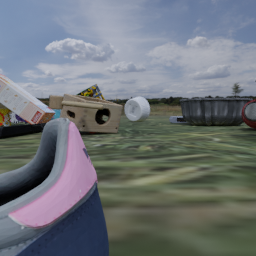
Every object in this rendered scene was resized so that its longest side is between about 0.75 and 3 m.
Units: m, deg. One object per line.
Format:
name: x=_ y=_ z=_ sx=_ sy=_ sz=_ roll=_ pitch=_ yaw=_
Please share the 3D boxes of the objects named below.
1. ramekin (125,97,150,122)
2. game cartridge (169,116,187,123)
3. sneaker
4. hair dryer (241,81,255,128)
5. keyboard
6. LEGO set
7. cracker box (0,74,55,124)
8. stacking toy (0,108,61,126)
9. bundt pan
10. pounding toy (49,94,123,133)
ramekin: x=0.416 y=-0.891 z=13.711 sx=1.243 sy=1.243 sz=0.606 roll=3 pitch=12 yaw=40
game cartridge: x=2.658 y=-0.347 z=11.822 sx=1.657 sy=0.344 sz=1.103 roll=1 pitch=-1 yaw=19
sneaker: x=-0.525 y=0.193 z=0.345 sx=1.075 sy=0.441 sz=0.377 roll=-2 pitch=4 yaw=-34
hair dryer: x=3.853 y=-0.711 z=6.913 sx=2.153 sy=0.768 sz=2.826 roll=-21 pitch=-26 yaw=-7
keyboard: x=-2.070 y=0.027 z=5.666 sx=1.412 sy=0.229 sz=2.223 roll=-5 pitch=3 yaw=6
LEGO set: x=-1.859 y=-0.778 z=12.679 sx=2.294 sy=1.729 sz=2.984 roll=-33 pitch=12 yaw=-20
cracker box: x=-3.397 y=-0.873 z=8.711 sx=2.102 sy=0.606 sz=1.408 roll=36 pitch=0 yaw=-4
stacking toy: x=-2.962 y=-0.367 z=9.672 sx=2.907 sy=0.683 sz=2.192 roll=2 pitch=4 yaw=-9
bundt pan: x=3.024 y=-0.549 z=9.785 sx=2.447 sy=0.918 sz=2.447 roll=-1 pitch=3 yaw=0
pounding toy: x=-0.901 y=-0.240 z=5.626 sx=1.521 sy=0.696 sz=1.336 roll=4 pitch=12 yaw=-40
